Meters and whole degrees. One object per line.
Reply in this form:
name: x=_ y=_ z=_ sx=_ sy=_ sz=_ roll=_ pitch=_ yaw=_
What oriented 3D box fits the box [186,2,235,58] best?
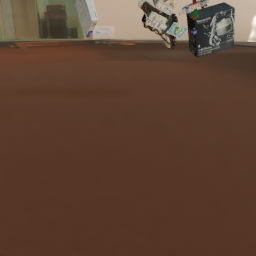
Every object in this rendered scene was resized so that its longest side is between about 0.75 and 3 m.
box: x=3.052 y=-3.626 z=10.379 sx=1.502 sy=1.477 sz=0.931 roll=-16 pitch=37 yaw=0

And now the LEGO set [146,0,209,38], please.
LEGO set: x=1.303 y=-2.908 z=6.996 sx=1.559 sy=1.165 sz=0.383 roll=10 pitch=40 yaw=-34

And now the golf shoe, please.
golf shoe: x=1.177 y=-3.948 z=10.451 sx=1.218 sy=2.578 sz=1.002 roll=7 pitch=67 yaw=23

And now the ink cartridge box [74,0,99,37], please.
ink cartridge box: x=-1.484 y=-4.136 z=9.896 sx=0.300 sy=1.386 sz=1.361 roll=-16 pitch=1 yaw=-20
